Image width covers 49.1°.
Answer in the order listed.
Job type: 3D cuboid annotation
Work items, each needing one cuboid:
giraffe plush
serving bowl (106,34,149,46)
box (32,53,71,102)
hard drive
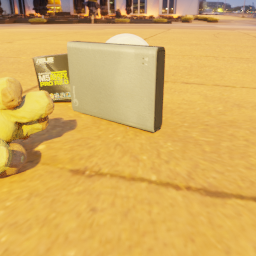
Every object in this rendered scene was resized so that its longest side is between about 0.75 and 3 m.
[{"bbox_3d":[-2.367,0.171,5.055,1.970,1.700,1.598,6,54,-30],"label":"giraffe plush"},{"bbox_3d":[-0.011,-2.263,9.659,2.045,2.045,0.673,-4,6,-9],"label":"serving bowl"},{"bbox_3d":[-1.954,-1.608,8.857,1.816,1.455,0.402,-4,20,6],"label":"box"},{"bbox_3d":[-0.408,-1.181,7.365,2.878,2.009,0.473,15,27,34],"label":"hard drive"}]
